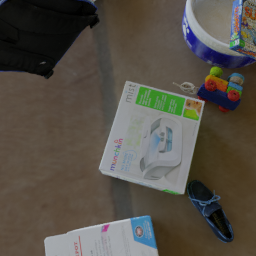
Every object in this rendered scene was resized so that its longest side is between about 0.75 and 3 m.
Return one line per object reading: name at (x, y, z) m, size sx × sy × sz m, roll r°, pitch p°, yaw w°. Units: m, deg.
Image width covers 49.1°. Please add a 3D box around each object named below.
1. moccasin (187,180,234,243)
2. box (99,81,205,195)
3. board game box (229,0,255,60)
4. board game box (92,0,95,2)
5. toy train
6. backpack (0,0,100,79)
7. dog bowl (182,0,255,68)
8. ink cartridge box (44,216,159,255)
moccasin at (2.236, 2.105, 7.304) m, size 0.706 × 0.599 × 1.755 m, roll -34°, pitch 77°, yaw -9°
box at (0.625, 0.288, 7.534) m, size 2.179 × 1.194 × 2.469 m, roll 17°, pitch 76°, yaw 3°
board game box at (2.838, -2.005, 6.014) m, size 1.537 × 0.265 × 1.040 m, roll 9°, pitch 83°, yaw -28°
board game box at (-1.310, -5.245, 8.935) m, size 2.011 × 0.615 × 2.655 m, roll 41°, pitch 65°, yaw -2°
toy train at (2.420, -1.363, 8.243) m, size 1.927 × 0.816 × 1.115 m, roll 25°, pitch 65°, yaw 7°
backpack at (-2.389, -2.417, 5.837) m, size 2.554 × 2.790 × 2.051 m, roll -41°, pitch 87°, yaw 24°
dog bowl at (3.205, -3.396, 8.569) m, size 2.981 × 1.174 × 2.981 m, roll 0°, pitch 75°, yaw 0°
ink cartridge box at (-0.584, 3.140, 6.860) m, size 2.589 × 0.878 × 1.491 m, roll -10°, pitch 74°, yaw -3°
